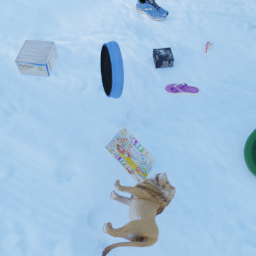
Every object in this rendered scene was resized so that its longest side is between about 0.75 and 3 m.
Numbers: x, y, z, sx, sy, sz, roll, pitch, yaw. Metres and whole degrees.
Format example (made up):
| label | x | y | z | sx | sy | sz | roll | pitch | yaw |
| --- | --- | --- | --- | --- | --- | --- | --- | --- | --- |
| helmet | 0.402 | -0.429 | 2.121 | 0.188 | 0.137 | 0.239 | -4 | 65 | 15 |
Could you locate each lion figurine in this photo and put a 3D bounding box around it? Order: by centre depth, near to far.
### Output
| label | x | y | z | sx | sy | sz | roll | pitch | yaw |
| --- | --- | --- | --- | --- | --- | --- | --- | --- | --- |
| lion figurine | 0.327 | 1.998 | 6.471 | 1.587 | 0.939 | 2.592 | 18 | 34 | -3 |

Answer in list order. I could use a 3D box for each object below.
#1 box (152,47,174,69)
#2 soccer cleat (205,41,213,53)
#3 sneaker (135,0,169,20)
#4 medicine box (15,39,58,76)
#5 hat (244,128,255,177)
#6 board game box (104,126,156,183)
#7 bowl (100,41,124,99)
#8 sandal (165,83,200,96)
| label | x | y | z | sx | sy | sz | roll | pitch | yaw |
| --- | --- | --- | --- | --- | --- | --- | --- | --- | --- |
| box | 1.463 | -2.927 | 11.680 | 0.774 | 0.454 | 0.761 | -6 | 55 | -3 |
| soccer cleat | 3.552 | -3.519 | 12.213 | 0.323 | 0.260 | 0.758 | 12 | 51 | 13 |
| sneaker | 1.136 | -5.798 | 13.451 | 1.805 | 0.805 | 0.709 | 29 | 60 | 18 |
| medicine box | -3.716 | -2.890 | 11.487 | 1.264 | 0.714 | 1.388 | 6 | 56 | 4 |
| hat | 5.009 | 0.673 | 9.351 | 1.925 | 2.045 | 2.323 | 38 | 100 | 20 |
| board game box | 0.107 | 0.794 | 8.566 | 1.552 | 0.266 | 1.043 | 47 | 40 | -7 |
| bowl | -0.539 | -1.794 | 8.749 | 0.350 | 1.782 | 1.782 | -7 | 55 | -16 |
| sandal | 2.096 | -1.561 | 10.805 | 1.350 | 0.332 | 0.550 | 4 | 55 | 3 |
